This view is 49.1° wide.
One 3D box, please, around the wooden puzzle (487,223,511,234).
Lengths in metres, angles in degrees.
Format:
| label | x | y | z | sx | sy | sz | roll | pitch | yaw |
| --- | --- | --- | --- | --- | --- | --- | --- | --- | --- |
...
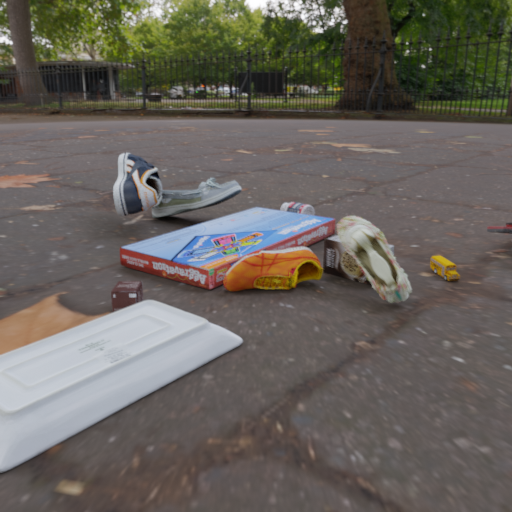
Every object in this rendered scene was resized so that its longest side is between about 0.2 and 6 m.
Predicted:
| label | x | y | z | sx | sy | sz | roll | pitch | yaw |
| --- | --- | --- | --- | --- | --- | --- | --- | --- | --- |
| wooden puzzle | 6.202 | -0.538 | 11.287 | 3.224 | 0.226 | 1.912 | 0 | 3 | -45 |

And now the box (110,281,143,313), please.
| label | x | y | z | sx | sy | sz | roll | pitch | yaw |
| --- | --- | --- | --- | --- | --- | --- | --- | --- | --- |
| box | -1.947 | 0.636 | 8.490 | 0.385 | 0.382 | 0.465 | 0 | 17 | 1 |

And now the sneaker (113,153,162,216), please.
| label | x | y | z | sx | sy | sz | roll | pitch | yaw |
| --- | --- | --- | --- | --- | --- | --- | --- | --- | --- |
| sneaker | -2.767 | -1.744 | 13.405 | 1.032 | 1.020 | 2.600 | -10 | 34 | -3 |

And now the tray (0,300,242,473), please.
| label | x | y | z | sx | sy | sz | roll | pitch | yaw |
| --- | --- | --- | --- | --- | --- | --- | --- | --- | --- |
| tray | -1.922 | 1.219 | 6.666 | 1.846 | 0.381 | 3.439 | 15 | 23 | 36 |

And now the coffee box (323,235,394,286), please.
| label | x | y | z | sx | sy | sz | roll | pitch | yaw |
| --- | --- | --- | --- | --- | --- | --- | --- | --- | --- |
| coffee box | 1.782 | 0.068 | 9.841 | 1.167 | 0.660 | 0.466 | 15 | 23 | 41 |

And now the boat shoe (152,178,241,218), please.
| label | x | y | z | sx | sy | sz | roll | pitch | yaw |
| --- | --- | --- | --- | --- | --- | --- | --- | --- | --- |
| boat shoe | -1.537 | -1.512 | 13.769 | 2.391 | 0.767 | 0.881 | -12 | 6 | 20 |

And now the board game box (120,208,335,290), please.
| label | x | y | z | sx | sy | sz | roll | pitch | yaw |
| --- | --- | --- | --- | --- | --- | --- | --- | --- | --- |
| board game box | -0.379 | -0.313 | 11.442 | 2.218 | 0.419 | 4.309 | 11 | 20 | 35 |

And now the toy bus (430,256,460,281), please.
| label | x | y | z | sx | sy | sz | roll | pitch | yaw |
| --- | --- | --- | --- | --- | --- | --- | --- | --- | --- |
| toy bus | 3.365 | 0.226 | 9.981 | 0.225 | 0.270 | 0.690 | -3 | 18 | -10 |

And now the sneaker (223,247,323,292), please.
| label | x | y | z | sx | sy | sz | roll | pitch | yaw |
| --- | --- | --- | --- | --- | --- | --- | --- | --- | --- |
| sneaker | 0.309 | 0.273 | 9.311 | 1.755 | 0.640 | 0.677 | -14 | 42 | -19 |

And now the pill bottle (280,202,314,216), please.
| label | x | y | z | sx | sy | sz | roll | pitch | yaw |
| --- | --- | --- | --- | --- | --- | --- | --- | --- | --- |
| pill bottle | 0.992 | -1.068 | 13.763 | 0.475 | 0.475 | 0.795 | -16 | 23 | -41 |

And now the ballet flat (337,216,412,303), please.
| label | x | y | z | sx | sy | sz | roll | pitch | yaw |
| --- | --- | --- | --- | --- | --- | --- | --- | --- | --- |
| ballet flat | 1.835 | -0.051 | 8.856 | 1.801 | 0.681 | 0.576 | 56 | 9 | 30 |
